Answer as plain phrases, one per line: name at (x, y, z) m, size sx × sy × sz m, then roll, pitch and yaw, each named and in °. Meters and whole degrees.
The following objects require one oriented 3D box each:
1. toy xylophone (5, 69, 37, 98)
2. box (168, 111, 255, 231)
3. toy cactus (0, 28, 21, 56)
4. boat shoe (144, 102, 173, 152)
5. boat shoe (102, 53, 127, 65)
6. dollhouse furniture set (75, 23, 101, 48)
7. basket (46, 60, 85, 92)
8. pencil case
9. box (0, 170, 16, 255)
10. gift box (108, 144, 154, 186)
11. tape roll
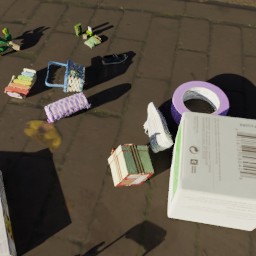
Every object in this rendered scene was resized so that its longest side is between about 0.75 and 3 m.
toy xylophone at (-4.397, -1.781, 11.381) m, size 1.119 × 0.384 × 1.529 m, roll 5°, pitch 54°, yaw 4°
box at (2.595, 1.241, 8.073) m, size 2.557 × 2.191 × 2.545 m, roll 7°, pitch 55°, yaw 5°
toy cactus at (-5.576, -3.807, 12.752) m, size 1.308 × 0.811 × 1.586 m, roll 18°, pitch 51°, yaw -10°
boat shoe at (0.938, -0.036, 9.863) m, size 0.778 × 0.817 × 2.270 m, roll -32°, pitch 43°, yaw 16°
boat shoe at (-0.582, -3.088, 12.342) m, size 1.150 × 0.358 × 0.429 m, roll -13°, pitch 54°, yaw -11°
dollhouse furniture set at (-1.903, -4.386, 13.172) m, size 0.669 × 0.517 × 1.339 m, roll -39°, pitch 63°, yaw -24°
basket at (-2.485, -2.114, 11.216) m, size 1.479 × 1.028 × 1.304 m, roll 2°, pitch 55°, yaw -10°
pencil case at (-2.247, -0.771, 10.398) m, size 1.624 × 0.694 × 0.681 m, roll -22°, pitch 64°, yaw -19°
box at (-3.874, 2.462, 8.213) m, size 0.608 × 0.568 × 2.935 m, roll -20°, pitch 57°, yaw -14°
gift box at (0.140, 1.064, 8.682) m, size 1.100 × 1.192 × 1.113 m, roll 5°, pitch 54°, yaw -34°
tape roll at (2.671, -0.815, 10.519) m, size 2.035 × 0.668 × 2.035 m, roll 0°, pitch 55°, yaw 1°
